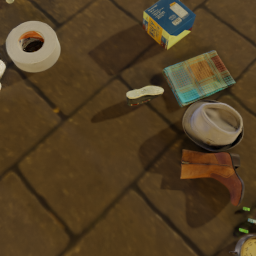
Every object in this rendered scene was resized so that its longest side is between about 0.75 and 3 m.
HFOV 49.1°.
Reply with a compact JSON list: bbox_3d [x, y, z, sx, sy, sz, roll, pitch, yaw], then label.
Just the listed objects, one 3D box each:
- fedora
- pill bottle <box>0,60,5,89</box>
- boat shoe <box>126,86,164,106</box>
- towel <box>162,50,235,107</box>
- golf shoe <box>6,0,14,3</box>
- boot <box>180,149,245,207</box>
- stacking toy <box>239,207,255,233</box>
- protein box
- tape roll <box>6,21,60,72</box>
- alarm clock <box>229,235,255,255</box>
[{"bbox_3d":[3.325,-0.256,10.584,2.356,1.064,2.084,36,74,12],"label":"fedora"},{"bbox_3d":[-5.828,-1.503,10.773,1.520,1.520,2.658,15,71,5],"label":"pill bottle"},{"bbox_3d":[0.685,-1.300,11.277,1.620,0.507,0.592,-16,44,-19],"label":"boat shoe"},{"bbox_3d":[2.934,-2.125,11.666,2.555,0.277,1.874,-23,73,-8],"label":"towel"},{"bbox_3d":[-5.592,-6.228,13.114,0.516,0.415,1.061,-5,64,16],"label":"golf shoe"},{"bbox_3d":[2.971,1.750,10.047,2.128,0.729,2.003,3,70,1],"label":"boot"},{"bbox_3d":[4.513,3.304,9.756,1.135,0.267,0.856,14,71,6],"label":"stacking toy"},{"bbox_3d":[1.741,-4.593,12.107,1.571,1.068,1.583,-39,75,-13],"label":"protein box"},{"bbox_3d":[-4.005,-3.462,11.910,2.122,0.701,2.122,0,71,0],"label":"tape roll"},{"bbox_3d":[4.379,4.130,9.274,1.869,0.622,1.260,-26,72,-7],"label":"alarm clock"}]
